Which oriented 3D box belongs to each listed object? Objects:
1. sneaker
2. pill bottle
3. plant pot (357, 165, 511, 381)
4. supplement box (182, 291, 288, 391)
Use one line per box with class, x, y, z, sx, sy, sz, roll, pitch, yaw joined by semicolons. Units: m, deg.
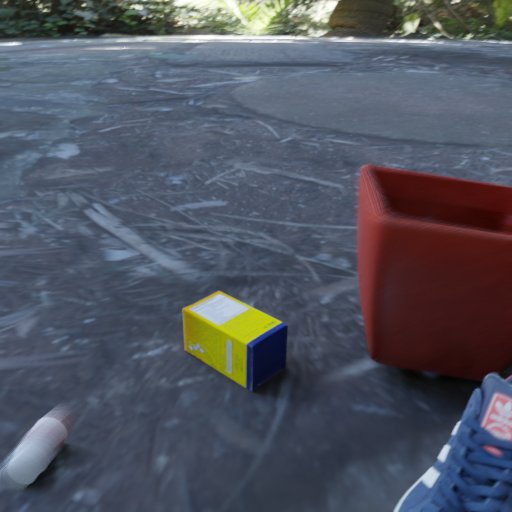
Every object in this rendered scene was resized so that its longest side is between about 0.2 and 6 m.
sneaker;1.793;1.578;4.298;0.955;1.076;2.547;20;33;35
pill bottle;-1.921;1.708;4.918;0.301;0.301;0.527;5;27;10
plant pot;2.043;0.209;6.141;1.982;1.747;1.980;9;24;2
supplement box;-0.246;0.913;6.213;1.075;0.589;0.585;23;33;37
